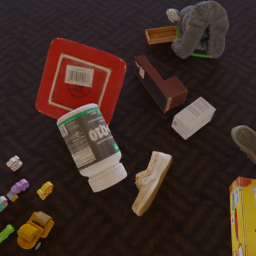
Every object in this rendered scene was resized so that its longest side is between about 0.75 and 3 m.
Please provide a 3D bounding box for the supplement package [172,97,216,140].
[{"bbox_3d":[2.496,-0.377,10.709,1.429,0.813,0.783,-34,66,-21],"label":"supplement package"}]

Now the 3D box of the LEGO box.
[{"bbox_3d":[4.279,3.040,8.432,2.040,1.057,2.739,7,58,5],"label":"LEGO box"}]

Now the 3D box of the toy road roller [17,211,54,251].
[{"bbox_3d":[-2.872,3.097,8.540,0.695,0.826,1.131,22,61,13],"label":"toy road roller"}]

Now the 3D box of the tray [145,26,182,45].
[{"bbox_3d":[1.707,-4.507,13.593,1.596,0.296,0.787,-10,59,-5],"label":"tray"}]

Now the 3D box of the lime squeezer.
[{"bbox_3d":[2.728,-3.719,12.973,0.831,0.444,2.353,-36,65,-10],"label":"lime squeezer"}]

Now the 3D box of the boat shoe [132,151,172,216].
[{"bbox_3d":[0.656,1.774,9.393,0.839,0.895,2.427,23,52,17],"label":"boat shoe"}]

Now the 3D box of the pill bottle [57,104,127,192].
[{"bbox_3d":[-1.138,0.651,9.225,1.475,1.475,2.608,-26,89,-15],"label":"pill bottle"}]

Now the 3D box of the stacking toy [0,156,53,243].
[{"bbox_3d":[-3.915,2.253,9.238,1.775,0.553,2.355,35,65,20],"label":"stacking toy"}]

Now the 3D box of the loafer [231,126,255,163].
[{"bbox_3d":[4.466,0.675,9.735,2.311,0.805,0.869,43,99,-11],"label":"loafer"}]

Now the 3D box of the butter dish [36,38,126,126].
[{"bbox_3d":[-1.658,-1.642,10.864,2.890,2.136,2.882,19,102,2],"label":"butter dish"}]

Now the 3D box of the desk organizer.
[{"bbox_3d":[1.301,-1.975,11.657,0.992,0.924,2.576,-24,61,-17],"label":"desk organizer"}]

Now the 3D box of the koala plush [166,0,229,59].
[{"bbox_3d":[3.072,-4.770,12.762,2.339,2.424,2.638,-2,38,-13],"label":"koala plush"}]
